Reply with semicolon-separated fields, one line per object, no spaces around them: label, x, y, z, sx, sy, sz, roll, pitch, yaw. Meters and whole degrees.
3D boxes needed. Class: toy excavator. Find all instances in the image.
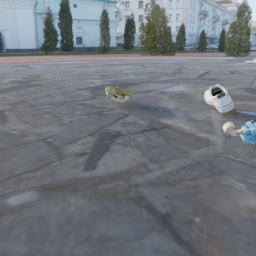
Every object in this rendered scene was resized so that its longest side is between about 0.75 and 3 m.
toy excavator;2.972;0.115;7.159;0.953;0.927;0.476;-21;42;9

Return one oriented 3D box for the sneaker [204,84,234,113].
sneaker;3.340;-1.265;10.435;0.795;0.771;2.177;-23;18;5

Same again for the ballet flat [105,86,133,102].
ballet flat;-0.338;-1.328;11.578;0.562;0.562;1.589;14;3;37
